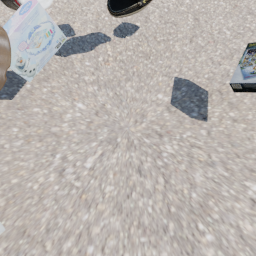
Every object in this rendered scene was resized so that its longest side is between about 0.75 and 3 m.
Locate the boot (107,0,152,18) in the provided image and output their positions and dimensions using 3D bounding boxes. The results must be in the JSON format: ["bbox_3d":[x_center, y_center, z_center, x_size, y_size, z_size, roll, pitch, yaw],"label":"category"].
[{"bbox_3d":[0.475,-4.006,7.419,2.689,0.984,2.025,-22,4,11],"label":"boot"}]

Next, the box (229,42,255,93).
[{"bbox_3d":[3.694,-1.498,6.671,2.097,0.395,1.432,9,62,48],"label":"box"}]

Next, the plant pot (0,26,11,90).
[{"bbox_3d":[-3.269,-1.361,4.811,1.960,1.960,1.940,40,21,30],"label":"plant pot"}]

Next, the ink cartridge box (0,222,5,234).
[{"bbox_3d":[-3.132,1.211,4.379,1.823,1.324,1.318,35,58,27],"label":"ink cartridge box"}]

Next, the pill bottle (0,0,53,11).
[{"bbox_3d":[-2.912,-3.769,7.614,1.099,1.099,1.986,-34,39,-27],"label":"pill bottle"}]

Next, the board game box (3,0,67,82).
[{"bbox_3d":[-2.380,-2.059,6.791,0.341,1.563,1.571,39,87,16],"label":"board game box"}]
